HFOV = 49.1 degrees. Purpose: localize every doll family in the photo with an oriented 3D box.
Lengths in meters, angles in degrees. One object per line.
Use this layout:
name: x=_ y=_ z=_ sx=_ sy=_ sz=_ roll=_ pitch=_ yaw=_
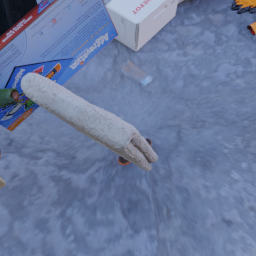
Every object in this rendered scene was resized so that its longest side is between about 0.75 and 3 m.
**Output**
doll family: x=-2.371 y=0.193 z=2.722 sx=2.693 sy=1.057 sz=1.557 roll=-12 pitch=63 yaw=-14

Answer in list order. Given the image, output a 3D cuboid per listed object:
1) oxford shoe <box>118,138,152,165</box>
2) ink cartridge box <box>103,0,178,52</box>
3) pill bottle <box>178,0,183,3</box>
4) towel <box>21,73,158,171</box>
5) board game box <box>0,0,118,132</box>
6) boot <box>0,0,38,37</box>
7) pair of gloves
oxford shoe: x=0.194 y=0.540 z=6.774 sx=0.970 sy=0.352 sz=0.345 roll=-37 pitch=69 yaw=-17
ink cartridge box: x=-0.192 y=-3.952 z=8.539 sx=2.890 sy=1.196 sz=2.118 roll=37 pitch=69 yaw=17
pill bottle: x=2.255 y=-5.175 z=8.989 sx=2.673 sy=1.499 sz=1.499 roll=-41 pitch=70 yaw=-18
towel: x=-0.396 y=0.027 z=4.508 sx=1.689 sy=2.549 sz=0.439 roll=28 pitch=83 yaw=17
board game box: x=-1.247 y=-1.058 z=4.142 sx=2.390 sy=1.230 sz=0.232 roll=-44 pitch=60 yaw=-6
boot: x=-3.251 y=-3.087 z=8.143 sx=0.753 sy=2.036 sz=1.668 roll=9 pitch=33 yaw=8
pair of gloves: x=4.276 y=-3.754 z=9.007 sx=1.514 sy=0.210 sz=1.699 roll=-21 pitch=66 yaw=-10
